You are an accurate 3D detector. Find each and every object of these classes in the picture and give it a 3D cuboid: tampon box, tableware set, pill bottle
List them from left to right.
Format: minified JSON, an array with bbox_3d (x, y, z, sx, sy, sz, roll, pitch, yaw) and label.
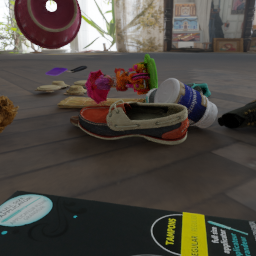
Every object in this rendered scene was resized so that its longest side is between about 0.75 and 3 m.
[{"bbox_3d":[-2.734,-1.849,12.676,2.232,0.310,2.671,2,19,7],"label":"tableware set"},{"bbox_3d":[-0.131,1.279,1.562,1.865,1.178,1.398,4,18,11],"label":"tampon box"},{"bbox_3d":[1.479,-0.574,7.063,1.507,0.872,0.872,22,7,-28],"label":"pill bottle"}]

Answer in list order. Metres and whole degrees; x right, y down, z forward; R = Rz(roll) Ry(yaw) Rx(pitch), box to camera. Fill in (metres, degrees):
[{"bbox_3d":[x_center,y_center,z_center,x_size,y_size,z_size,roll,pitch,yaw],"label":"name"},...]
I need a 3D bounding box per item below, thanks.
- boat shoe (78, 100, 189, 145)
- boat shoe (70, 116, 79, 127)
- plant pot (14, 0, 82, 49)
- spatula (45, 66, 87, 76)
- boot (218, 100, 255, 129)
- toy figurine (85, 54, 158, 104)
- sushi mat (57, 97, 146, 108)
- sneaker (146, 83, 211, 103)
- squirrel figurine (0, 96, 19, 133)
[{"bbox_3d":[0.048,-0.247,6.454,2.682,0.839,0.954,8,50,17],"label":"boat shoe"},{"bbox_3d":[-0.867,-0.278,7.477,1.379,0.495,0.522,2,18,6],"label":"boat shoe"},{"bbox_3d":[-2.015,-2.998,7.277,1.812,1.812,1.622,-6,15,-18],"label":"plant pot"},{"bbox_3d":[-2.184,-2.158,10.417,0.620,0.225,2.193,10,19,24],"label":"spatula"},{"bbox_3d":[3.560,-0.372,6.891,1.580,0.885,2.284,-16,-3,-28],"label":"boot"},{"bbox_3d":[-0.290,-1.417,9.029,2.187,1.784,2.376,-8,1,-2],"label":"toy figurine"},{"bbox_3d":[-0.873,-0.882,9.851,2.964,0.179,1.418,2,19,9],"label":"sushi mat"},{"bbox_3d":[1.501,-0.888,8.008,1.189,1.011,2.606,-20,4,40],"label":"sneaker"},{"bbox_3d":[-3.703,-0.262,6.602,2.031,1.438,1.896,14,7,-4],"label":"squirrel figurine"}]
